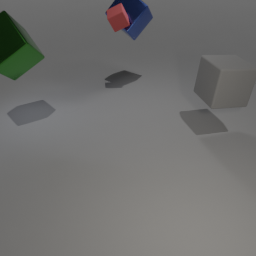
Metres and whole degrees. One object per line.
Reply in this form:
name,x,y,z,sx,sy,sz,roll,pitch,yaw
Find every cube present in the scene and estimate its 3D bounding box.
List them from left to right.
cube,-3.956,-2.681,9.354,1.400,1.400,1.400,-37,-7,2
cube,-0.414,-4.578,11.632,0.700,0.700,0.700,-20,50,16
cube,0.085,-5.120,12.719,1.400,1.400,1.400,43,11,10
cube,3.302,-1.615,9.631,1.400,1.400,1.400,-4,34,-14
